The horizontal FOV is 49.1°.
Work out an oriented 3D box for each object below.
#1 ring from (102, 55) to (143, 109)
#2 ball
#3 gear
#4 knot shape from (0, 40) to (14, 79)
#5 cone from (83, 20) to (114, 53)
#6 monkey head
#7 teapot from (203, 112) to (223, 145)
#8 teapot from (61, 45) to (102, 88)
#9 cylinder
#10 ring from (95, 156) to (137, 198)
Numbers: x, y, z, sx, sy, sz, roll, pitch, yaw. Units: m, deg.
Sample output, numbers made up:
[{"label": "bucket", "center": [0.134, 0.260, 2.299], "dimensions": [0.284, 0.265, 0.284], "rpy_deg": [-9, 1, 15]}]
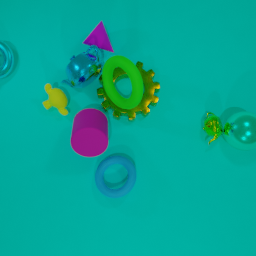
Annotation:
[{"label": "ring", "center": [-0.173, -1.256, 7.811], "dimensions": [0.307, 1.535, 1.535], "rpy_deg": [-28, 76, -36]}, {"label": "ball", "center": [3.319, 0.088, 7.990], "dimensions": [1.125, 1.125, 1.125], "rpy_deg": [0, 76, 0]}, {"label": "gear", "center": [0.013, -1.165, 8.690], "dimensions": [1.911, 0.353, 1.911], "rpy_deg": [0, 76, 0]}, {"label": "knot shape", "center": [-4.628, -2.255, 8.474], "dimensions": [1.906, 0.881, 1.784], "rpy_deg": [-25, 66, -40]}, {"label": "cone", "center": [-0.771, -2.649, 8.656], "dimensions": [0.903, 0.900, 0.900], "rpy_deg": [40, 78, -18]}, {"label": "monkey head", "center": [-2.218, -0.817, 8.423], "dimensions": [0.761, 0.637, 1.058], "rpy_deg": [-31, 105, -1]}, {"label": "teapot", "center": [2.467, -0.007, 8.209], "dimensions": [0.518, 0.658, 1.059], "rpy_deg": [-15, 59, 29]}, {"label": "teapot", "center": [-1.412, -1.747, 8.386], "dimensions": [0.897, 1.138, 1.831], "rpy_deg": [47, 125, 0]}, {"label": "cylinder", "center": [-1.047, 0.121, 7.752], "dimensions": [0.994, 0.994, 0.994], "rpy_deg": [-5, 36, -1]}, {"label": "ring", "center": [-0.356, 1.374, 7.965], "dimensions": [1.227, 0.245, 1.227], "rpy_deg": [-5, 66, 12]}]
